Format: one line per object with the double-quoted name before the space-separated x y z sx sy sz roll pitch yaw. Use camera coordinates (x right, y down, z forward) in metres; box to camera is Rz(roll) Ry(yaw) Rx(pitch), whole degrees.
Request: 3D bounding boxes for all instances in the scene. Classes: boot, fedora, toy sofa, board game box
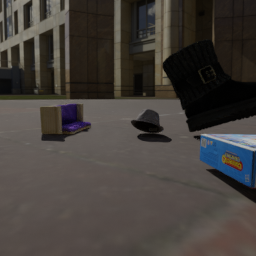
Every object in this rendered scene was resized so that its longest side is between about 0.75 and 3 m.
"boot" 2.308 -1.191 6.612 2.650 1.981 0.997 -16 -15 2
"fedora" 0.497 -0.196 6.787 0.814 0.415 0.920 10 -16 14
"toy sofa" -1.614 -0.290 7.617 0.838 0.711 1.716 1 7 11
"board game box" 1.700 0.332 3.268 1.303 0.372 1.331 1 5 -6
